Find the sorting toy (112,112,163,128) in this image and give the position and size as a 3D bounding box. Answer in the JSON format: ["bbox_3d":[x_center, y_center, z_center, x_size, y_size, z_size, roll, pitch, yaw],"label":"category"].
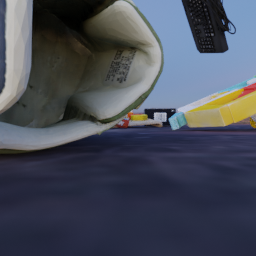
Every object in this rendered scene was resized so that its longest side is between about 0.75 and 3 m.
[{"bbox_3d":[-0.180,-0.280,8.160,1.845,0.337,1.708,0,8,-29],"label":"sorting toy"}]

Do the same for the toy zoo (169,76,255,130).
[{"bbox_3d":[1.990,-0.563,4.656,2.802,0.287,1.838,-23,6,-6],"label":"toy zoo"}]

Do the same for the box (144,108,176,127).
[{"bbox_3d":[1.081,-0.359,9.758,1.047,0.625,1.065,0,1,2],"label":"box"}]

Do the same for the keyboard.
[{"bbox_3d":[1.913,-3.200,7.414,0.550,2.775,1.444,-41,30,-24],"label":"keyboard"}]

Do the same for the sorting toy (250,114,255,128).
[{"bbox_3d":[3.241,-0.307,5.265,1.383,0.821,1.536,7,1,-13],"label":"sorting toy"}]

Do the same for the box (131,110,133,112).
[{"bbox_3d":[-0.303,-0.953,10.316,0.949,1.785,1.359,-1,1,0],"label":"box"}]

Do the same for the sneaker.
[{"bbox_3d":[-0.341,-0.271,1.496,1.089,0.813,2.425,4,5,14],"label":"sneaker"}]

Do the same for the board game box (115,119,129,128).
[{"bbox_3d":[-1.186,-0.393,5.783,1.225,0.231,2.380,25,10,41],"label":"board game box"}]
